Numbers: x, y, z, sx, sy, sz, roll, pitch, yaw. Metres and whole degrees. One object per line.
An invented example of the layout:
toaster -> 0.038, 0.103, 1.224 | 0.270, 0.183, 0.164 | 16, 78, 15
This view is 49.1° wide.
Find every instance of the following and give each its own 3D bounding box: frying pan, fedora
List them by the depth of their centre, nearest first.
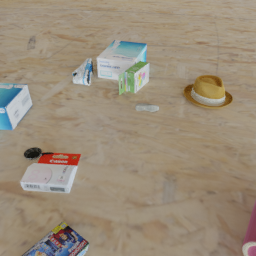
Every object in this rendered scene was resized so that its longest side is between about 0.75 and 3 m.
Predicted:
frying pan -> -2.860, 0.791, 8.996 | 0.931, 0.151, 0.563 | -10, 36, -13
fedora -> 3.401, -1.646, 11.746 | 2.153, 0.878, 2.153 | 0, 37, 0

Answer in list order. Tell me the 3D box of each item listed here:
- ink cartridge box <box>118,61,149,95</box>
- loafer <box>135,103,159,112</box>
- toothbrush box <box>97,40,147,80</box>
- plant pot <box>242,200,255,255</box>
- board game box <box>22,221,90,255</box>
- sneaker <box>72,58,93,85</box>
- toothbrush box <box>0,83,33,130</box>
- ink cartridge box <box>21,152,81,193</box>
ink cartridge box -> 0.297, -2.191, 12.424 | 0.543, 0.950, 1.831 | 19, 40, 26
loafer -> 0.764, -0.856, 11.123 | 0.937, 0.328, 0.327 | 5, 44, 8
toothbrush box -> -0.239, -3.402, 13.984 | 1.837, 1.070, 2.509 | 10, 37, 13
plant pot -> 3.694, 1.904, 5.574 | 2.780, 2.780, 2.489 | 29, 60, 33
board game box -> -1.450, 2.812, 6.022 | 1.196, 0.369, 1.197 | 28, 42, 29
sneaker -> -2.184, -2.738, 13.385 | 0.912, 0.789, 2.104 | -3, 36, 5
toothbrush box -> -5.181, -0.887, 10.541 | 2.442, 1.041, 1.787 | 4, 36, 6
ink cartridge box -> -2.211, 1.164, 8.296 | 1.335, 0.469, 1.643 | 3, 40, 4
